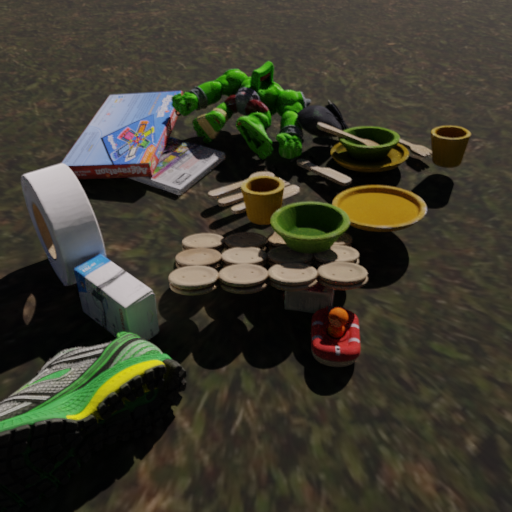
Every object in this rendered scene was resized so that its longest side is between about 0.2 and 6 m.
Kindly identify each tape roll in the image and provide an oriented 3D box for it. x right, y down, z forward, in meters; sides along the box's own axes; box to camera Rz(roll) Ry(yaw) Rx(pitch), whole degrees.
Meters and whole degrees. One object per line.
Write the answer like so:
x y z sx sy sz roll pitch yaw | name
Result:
-2.856 -0.447 8.305 0.614 1.754 1.754 -24 45 -27 | tape roll

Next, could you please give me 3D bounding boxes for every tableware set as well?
1.813 -1.511 9.923 4.897 0.751 3.299 -22 37 -28 | tableware set

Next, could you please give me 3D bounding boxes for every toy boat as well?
1.067 0.969 7.433 0.649 0.650 0.994 3 40 4 | toy boat

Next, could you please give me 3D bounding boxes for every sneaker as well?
-2.270 1.790 6.284 2.883 1.125 1.228 -21 36 -36 | sneaker

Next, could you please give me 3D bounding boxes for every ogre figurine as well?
-0.101 -3.096 11.786 2.929 1.437 1.756 14 52 34 | ogre figurine

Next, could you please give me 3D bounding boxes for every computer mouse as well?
1.448 -2.854 11.621 1.503 0.396 1.041 -13 69 -46 | computer mouse

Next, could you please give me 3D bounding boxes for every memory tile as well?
0.169 0.067 8.420 2.773 0.233 2.125 -2 22 0 | memory tile

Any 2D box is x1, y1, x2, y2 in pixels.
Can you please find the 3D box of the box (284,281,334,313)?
0.775 0.544 8.115 0.685 0.438 0.373 8 40 9 | box

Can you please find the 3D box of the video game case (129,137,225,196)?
-1.634 -1.828 11.191 1.438 0.181 1.578 20 45 23 | video game case

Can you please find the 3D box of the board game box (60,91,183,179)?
-2.711 -2.648 11.886 1.794 0.339 3.486 -2 38 7 | board game box

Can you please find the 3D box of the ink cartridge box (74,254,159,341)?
-1.917 0.624 7.695 1.146 0.839 0.492 30 47 32 | ink cartridge box
